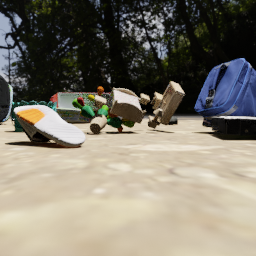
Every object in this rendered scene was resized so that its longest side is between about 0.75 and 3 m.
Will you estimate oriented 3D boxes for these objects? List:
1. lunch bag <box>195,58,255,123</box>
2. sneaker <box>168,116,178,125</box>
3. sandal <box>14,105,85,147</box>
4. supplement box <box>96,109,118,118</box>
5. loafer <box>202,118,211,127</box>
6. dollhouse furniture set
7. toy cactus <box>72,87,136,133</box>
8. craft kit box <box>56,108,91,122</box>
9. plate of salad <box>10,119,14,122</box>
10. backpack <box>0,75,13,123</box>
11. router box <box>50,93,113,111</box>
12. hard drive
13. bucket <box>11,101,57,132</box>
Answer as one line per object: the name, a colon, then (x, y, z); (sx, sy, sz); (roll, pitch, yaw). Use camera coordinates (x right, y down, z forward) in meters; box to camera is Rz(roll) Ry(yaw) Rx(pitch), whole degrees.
lunch bag: (2.204, -0.786, 6.083); (0.998, 1.508, 1.025); (35, -21, -24)
sneaker: (1.552, -0.267, 10.404); (0.397, 0.332, 0.875); (-6, 2, -9)
sandal: (-1.102, 0.055, 3.761); (0.526, 0.393, 1.372); (-12, 31, -43)
supplement box: (-1.074, -0.588, 13.612); (0.619, 0.640, 1.860); (0, -1, -23)
loafer: (2.604, -0.223, 8.488); (0.453, 0.397, 1.260); (-1, 3, -12)
dollhouse furniture set: (0.229, -0.861, 6.379); (1.822, 0.890, 1.554); (20, 25, -15)
toy cactus: (-0.520, -0.272, 5.970); (1.460, 0.747, 1.205); (30, 23, -7)
craft kit box: (-3.084, -0.544, 11.849); (2.381, 0.578, 2.351); (2, -3, -35)
plate of salad: (-3.979, -0.245, 10.610); (0.899, 0.216, 0.899); (4, -1, 0)
backpack: (-5.463, -0.989, 11.207); (2.442, 1.992, 1.878); (-6, -11, 42)
router box: (-2.112, -1.205, 13.361); (2.863, 0.699, 2.569); (-3, 2, -23)
hard drive: (2.360, -0.021, 4.804); (1.629, 0.308, 1.138); (2, 3, 6)
bucket: (-2.224, -0.277, 6.661); (1.068, 0.695, 1.068); (-1, 3, 0)
